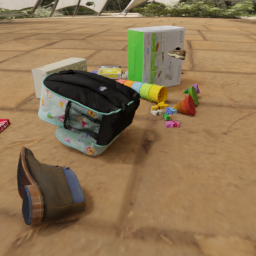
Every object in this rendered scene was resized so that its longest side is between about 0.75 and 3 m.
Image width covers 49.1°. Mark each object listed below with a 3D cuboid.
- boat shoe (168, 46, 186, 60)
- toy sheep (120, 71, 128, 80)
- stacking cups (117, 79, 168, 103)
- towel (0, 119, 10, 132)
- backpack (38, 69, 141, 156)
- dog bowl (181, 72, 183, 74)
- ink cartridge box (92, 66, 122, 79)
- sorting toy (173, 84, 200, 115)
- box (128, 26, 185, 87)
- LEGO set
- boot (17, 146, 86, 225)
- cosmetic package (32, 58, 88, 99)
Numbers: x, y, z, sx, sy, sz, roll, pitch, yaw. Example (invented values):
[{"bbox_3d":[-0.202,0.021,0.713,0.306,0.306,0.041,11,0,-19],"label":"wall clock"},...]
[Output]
[{"bbox_3d":[1.444,-2.197,8.127,0.320,0.320,0.866,3,21,-23],"label":"boat shoe"},{"bbox_3d":[-0.020,-2.695,14.518,0.845,0.583,0.583,-5,26,13],"label":"toy sheep"},{"bbox_3d":[0.547,-1.762,12.461,2.576,0.779,0.779,23,35,39],"label":"stacking cups"},{"bbox_3d":[-4.946,0.092,9.433,1.261,0.196,1.743,2,27,6],"label":"towel"},{"bbox_3d":[-1.304,-0.619,8.583,2.720,2.085,2.391,29,34,11],"label":"backpack"},{"bbox_3d":[2.474,-3.419,16.014,1.320,0.487,1.320,1,27,0],"label":"dog bowl"},{"bbox_3d":[-1.223,-3.077,15.470,1.723,0.405,1.703,1,27,-2],"label":"ink cartridge box"},{"bbox_3d":[2.381,-1.183,11.585,0.840,0.846,2.439,-14,21,27],"label":"sorting toy"},{"bbox_3d":[1.340,-3.325,13.320,2.427,2.750,1.330,-17,31,-29],"label":"box"},{"bbox_3d":[1.219,-0.560,10.270,0.649,0.603,1.582,-11,28,-21],"label":"LEGO set"},{"bbox_3d":[-1.912,1.254,6.631,1.225,0.944,2.528,3,28,-29],"label":"boot"},{"bbox_3d":[-3.026,-2.305,12.879,0.932,1.380,2.623,14,29,29],"label":"cosmetic package"}]
